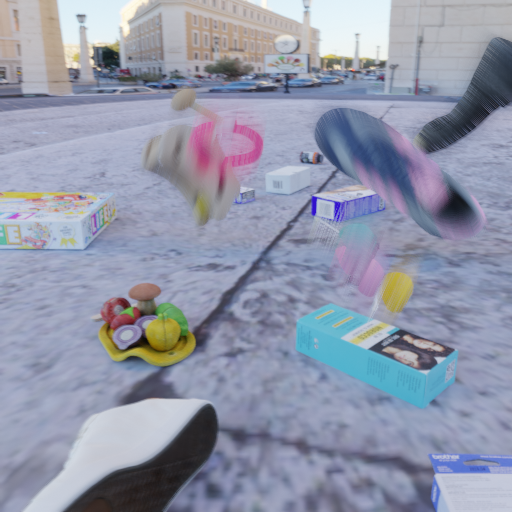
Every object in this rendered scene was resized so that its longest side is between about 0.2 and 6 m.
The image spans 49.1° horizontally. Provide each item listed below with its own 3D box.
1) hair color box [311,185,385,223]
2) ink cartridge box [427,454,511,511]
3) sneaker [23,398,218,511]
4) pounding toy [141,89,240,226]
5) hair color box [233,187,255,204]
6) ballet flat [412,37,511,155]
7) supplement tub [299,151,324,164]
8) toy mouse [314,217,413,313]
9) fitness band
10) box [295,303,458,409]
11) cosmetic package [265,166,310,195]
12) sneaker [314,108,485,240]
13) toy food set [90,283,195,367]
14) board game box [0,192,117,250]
[{"bbox_3d":[1.926,-1.102,11.593,1.461,0.473,0.798,-15,24,-39],"label":"hair color box"},{"bbox_3d":[1.685,1.854,3.713,0.794,0.279,1.331,0,23,-1],"label":"ink cartridge box"},{"bbox_3d":[-1.101,1.598,3.921,0.863,0.742,2.038,2,10,25],"label":"sneaker"},{"bbox_3d":[-0.959,-1.558,8.968,1.214,2.116,1.210,-12,20,46],"label":"pounding toy"},{"bbox_3d":[-0.516,-1.406,12.700,0.879,0.285,0.480,13,23,36],"label":"hair color box"},{"bbox_3d":[3.041,-2.225,8.181,0.927,0.793,2.791,-39,-2,-17],"label":"ballet flat"},{"bbox_3d":[1.671,-2.947,16.830,0.686,0.367,0.367,11,23,28],"label":"supplement tub"},{"bbox_3d":[0.898,0.012,4.548,0.229,1.052,1.183,-41,1,24],"label":"toy mouse"},{"bbox_3d":[-0.314,-1.123,5.689,0.782,0.562,0.146,-3,54,22],"label":"fitness band"},{"bbox_3d":[1.218,0.994,5.902,1.594,0.392,0.656,18,27,41],"label":"box"},{"bbox_3d":[0.790,-1.857,13.630,0.676,0.486,1.198,8,22,26],"label":"cosmetic package"},{"bbox_3d":[2.268,-1.286,8.540,2.998,1.052,1.230,32,5,-10],"label":"sneaker"},{"bbox_3d":[-1.348,0.688,6.521,0.975,0.541,1.657,-12,23,-29],"label":"toy food set"},{"bbox_3d":[-4.379,-0.697,10.344,3.077,0.527,2.068,1,20,2],"label":"board game box"}]
